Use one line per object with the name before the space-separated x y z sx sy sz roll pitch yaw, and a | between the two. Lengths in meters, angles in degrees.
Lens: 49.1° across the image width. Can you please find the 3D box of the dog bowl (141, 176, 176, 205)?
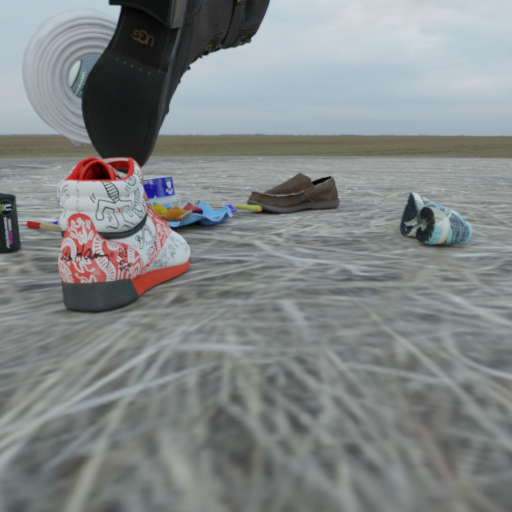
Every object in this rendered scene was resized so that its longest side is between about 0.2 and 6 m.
dog bowl | -2.790 -1.513 13.488 1.649 0.650 1.649 -7 10 1

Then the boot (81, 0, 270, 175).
boot | -0.795 -2.854 7.570 1.158 3.346 2.913 34 37 11

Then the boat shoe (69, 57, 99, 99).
boat shoe | -3.104 -3.605 10.566 0.943 1.112 3.053 28 33 -28

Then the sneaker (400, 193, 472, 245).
sneaker | 3.116 -0.558 9.802 0.849 0.763 1.967 11 18 -5

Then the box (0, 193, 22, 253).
box | -4.529 -0.477 8.577 1.430 0.889 1.062 -11 16 -41

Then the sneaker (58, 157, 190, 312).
sneaker | -1.481 -0.451 6.909 0.962 1.545 2.882 2 12 11

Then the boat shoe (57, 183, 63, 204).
boat shoe | -4.549 -1.894 15.233 0.725 0.837 1.964 10 16 38

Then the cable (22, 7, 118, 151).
cable | -2.366 -2.530 8.018 1.842 1.841 0.638 44 5 -38

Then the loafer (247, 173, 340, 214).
loafer | 0.888 -1.544 13.456 2.550 0.905 0.931 -8 15 -33

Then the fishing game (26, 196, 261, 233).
fishing game | -2.111 -0.971 11.481 4.502 0.700 3.224 -11 13 -39
